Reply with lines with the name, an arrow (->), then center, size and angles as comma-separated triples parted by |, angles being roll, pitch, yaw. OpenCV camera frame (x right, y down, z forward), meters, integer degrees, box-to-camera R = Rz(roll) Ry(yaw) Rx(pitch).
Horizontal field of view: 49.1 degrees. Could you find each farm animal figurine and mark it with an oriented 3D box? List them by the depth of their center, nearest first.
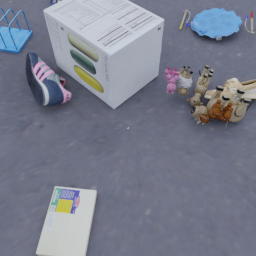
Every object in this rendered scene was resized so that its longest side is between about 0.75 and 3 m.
farm animal figurine -> 1.991, -0.792, 7.565 | 1.722, 1.072, 2.132 | -22, 53, -36

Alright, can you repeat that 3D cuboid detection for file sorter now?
file sorter -> -4.314, -3.354, 9.376 | 1.656, 1.016, 1.149 | 10, 55, 7

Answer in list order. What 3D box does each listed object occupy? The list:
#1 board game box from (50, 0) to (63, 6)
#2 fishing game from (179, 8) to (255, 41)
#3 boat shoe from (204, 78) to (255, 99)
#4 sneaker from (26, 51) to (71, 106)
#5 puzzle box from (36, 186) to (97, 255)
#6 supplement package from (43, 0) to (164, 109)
board game box -> -2.381, -5.066, 11.112 | 1.304, 0.226, 0.884 | -3, 54, -2
fishing game -> 3.162, -3.705, 10.050 | 2.527, 0.393, 1.810 | 6, 53, 14
boat shoe -> 2.974, -1.111, 7.863 | 1.726, 0.597, 0.636 | -6, 17, -12
sneaker -> -2.408, -1.456, 8.277 | 0.936, 0.800, 2.281 | -6, 49, -32
puzzle box -> -1.257, 1.986, 5.970 | 0.978, 0.187, 1.470 | 5, 54, 4
supplement package -> -0.657, -2.365, 8.026 | 2.620, 1.989, 1.974 | 38, 62, 24
